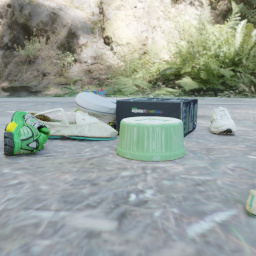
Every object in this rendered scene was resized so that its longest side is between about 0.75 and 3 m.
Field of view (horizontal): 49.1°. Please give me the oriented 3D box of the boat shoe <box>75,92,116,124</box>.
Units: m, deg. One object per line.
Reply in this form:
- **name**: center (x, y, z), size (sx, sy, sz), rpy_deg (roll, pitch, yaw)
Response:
- **boat shoe**: center (-0.872, -0.503, 9.645), size (1.014, 0.998, 2.859), rpy_deg (33, 13, 23)

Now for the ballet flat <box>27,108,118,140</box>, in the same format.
- **ballet flat**: center (-1.783, -0.125, 8.526), size (2.953, 0.921, 0.996), rpy_deg (1, 9, 5)

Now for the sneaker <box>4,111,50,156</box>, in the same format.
- **sneaker**: center (-2.541, 0.172, 7.247), size (0.992, 0.908, 2.328), rpy_deg (5, 15, -16)

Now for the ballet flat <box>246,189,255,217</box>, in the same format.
- **ballet flat**: center (1.982, 0.851, 3.601), size (1.177, 0.367, 0.397), rpy_deg (-5, 10, -33)

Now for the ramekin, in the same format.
- **ramekin**: center (0.551, 0.196, 6.649), size (1.638, 0.800, 1.638), rpy_deg (0, 8, 0)

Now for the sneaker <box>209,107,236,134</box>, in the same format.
- **sneaker**: center (3.303, -0.283, 9.946), size (0.804, 0.867, 2.139), rpy_deg (2, 10, 5)

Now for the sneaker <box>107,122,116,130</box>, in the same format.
- **sneaker**: center (-0.709, -0.123, 9.997), size (0.444, 0.505, 1.194), rpy_deg (-5, 9, -23)

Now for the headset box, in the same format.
- **headset box**: center (1.034, -0.415, 9.592), size (2.222, 1.184, 2.552), rpy_deg (4, 9, 23)

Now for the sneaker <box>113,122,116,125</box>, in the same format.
- **sneaker**: center (-0.384, -0.472, 12.079), size (0.601, 0.632, 1.595), rpy_deg (3, 7, 33)

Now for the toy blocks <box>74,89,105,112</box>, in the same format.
- **toy blocks**: center (-2.361, -1.759, 17.944), size (2.211, 1.511, 1.105), rpy_deg (2, 8, 17)
